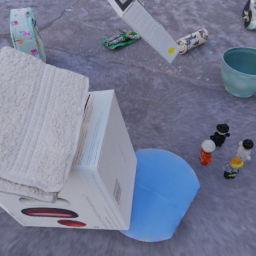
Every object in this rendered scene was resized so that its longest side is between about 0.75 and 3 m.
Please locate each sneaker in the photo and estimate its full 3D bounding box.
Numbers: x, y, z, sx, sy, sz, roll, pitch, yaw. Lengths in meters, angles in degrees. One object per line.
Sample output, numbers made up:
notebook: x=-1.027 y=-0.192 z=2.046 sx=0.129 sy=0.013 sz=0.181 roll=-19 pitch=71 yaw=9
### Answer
sneaker: x=6.000 y=-5.309 z=13.074 sx=1.016 sy=0.914 sz=2.354 roll=15 pitch=56 yaw=-1

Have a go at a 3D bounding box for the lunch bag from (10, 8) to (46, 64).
lunch bag: x=-3.533 y=-3.113 z=10.054 sx=0.845 sy=2.193 sz=1.759 roll=-9 pitch=47 yaw=-8

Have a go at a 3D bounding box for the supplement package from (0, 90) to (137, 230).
supplement package: x=-1.368 y=0.794 z=6.060 sx=2.606 sy=2.492 sz=1.916 roll=-3 pitch=48 yaw=14

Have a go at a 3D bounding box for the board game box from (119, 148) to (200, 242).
board game box: x=0.593 y=1.648 z=6.941 sx=1.874 sy=0.462 sz=2.372 roll=26 pitch=62 yaw=24

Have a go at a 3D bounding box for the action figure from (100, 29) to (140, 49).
action figure: x=-0.153 y=-3.870 z=11.928 sx=1.858 sy=0.508 sz=1.098 roll=-23 pitch=49 yaw=-24

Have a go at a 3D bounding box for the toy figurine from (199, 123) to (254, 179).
toy figurine: x=2.671 y=0.608 z=7.601 sx=1.237 sy=0.874 sz=1.257 roll=34 pitch=56 yaw=27

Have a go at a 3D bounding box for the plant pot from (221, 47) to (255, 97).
plant pot: x=3.977 y=-1.801 z=9.551 sx=1.765 sy=1.182 sz=1.765 roll=0 pitch=46 yaw=0

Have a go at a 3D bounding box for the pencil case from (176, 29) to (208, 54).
pencil case: x=2.612 y=-3.563 z=11.560 sx=1.517 sy=0.678 sz=0.590 roll=-31 pitch=84 yaw=-24

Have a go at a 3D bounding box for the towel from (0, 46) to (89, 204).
towel: x=-1.481 y=-0.129 z=4.216 sx=1.534 sy=0.399 sz=2.314 roll=19 pitch=58 yaw=-22

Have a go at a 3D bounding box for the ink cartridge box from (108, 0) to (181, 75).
ink cartridge box: x=0.336 y=-2.900 z=7.347 sx=0.619 sy=2.633 sz=2.602 roll=-44 pitch=50 yaw=19
